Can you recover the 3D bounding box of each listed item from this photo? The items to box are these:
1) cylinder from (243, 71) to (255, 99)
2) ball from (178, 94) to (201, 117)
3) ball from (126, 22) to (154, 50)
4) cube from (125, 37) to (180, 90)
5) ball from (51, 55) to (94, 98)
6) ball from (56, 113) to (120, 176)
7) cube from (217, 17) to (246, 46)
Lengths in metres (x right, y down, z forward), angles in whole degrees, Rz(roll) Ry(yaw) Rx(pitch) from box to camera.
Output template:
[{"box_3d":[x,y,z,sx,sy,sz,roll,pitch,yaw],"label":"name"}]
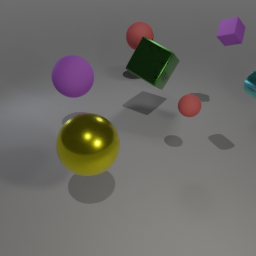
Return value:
[{"box_3d":[3.681,-1.122,7.674,0.700,0.700,0.700,-11,38,-19],"label":"cylinder"},{"box_3d":[1.865,-0.674,8.488,0.700,0.700,0.700,0,31,0],"label":"ball"},{"box_3d":[0.599,-4.611,14.127,1.400,1.400,1.400,0,31,0],"label":"ball"},{"box_3d":[0.999,-2.523,11.104,1.400,1.400,1.400,34,12,16],"label":"cube"},{"box_3d":[-1.837,-1.717,9.378,1.400,1.400,1.400,0,31,0],"label":"ball"},{"box_3d":[-0.877,0.364,6.209,1.400,1.400,1.400,0,31,0],"label":"ball"},{"box_3d":[3.814,-3.552,10.357,0.700,0.700,0.700,5,-14,46],"label":"cube"}]
